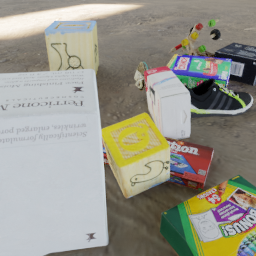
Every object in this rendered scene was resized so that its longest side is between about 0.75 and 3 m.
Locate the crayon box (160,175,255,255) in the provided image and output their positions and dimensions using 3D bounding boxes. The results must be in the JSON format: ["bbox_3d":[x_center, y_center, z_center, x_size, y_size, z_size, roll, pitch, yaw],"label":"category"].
[{"bbox_3d":[1.986,1.937,5.123,2.136,0.623,1.843,-18,36,-26],"label":"crayon box"}]

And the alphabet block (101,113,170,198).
[{"bbox_3d":[0.183,0.610,6.318,1.201,1.229,1.207,-23,48,-12],"label":"alphabet block"}]

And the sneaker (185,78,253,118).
[{"bbox_3d":[3.020,-1.078,9.470,2.857,1.183,1.025,-8,33,-13],"label":"sneaker"}]

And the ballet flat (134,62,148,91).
[{"bbox_3d":[0.498,-1.797,10.291,0.562,1.493,0.506,-38,67,-8],"label":"ballet flat"}]

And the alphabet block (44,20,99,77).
[{"bbox_3d":[-2.421,-3.556,12.615,2.052,2.100,2.063,2,32,1],"label":"alphabet block"}]

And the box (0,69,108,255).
[{"bbox_3d":[-1.896,0.646,5.017,2.902,2.917,1.907,-4,32,-8],"label":"box"}]

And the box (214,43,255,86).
[{"bbox_3d":[5.095,-2.877,12.386,1.963,1.172,1.996,25,40,34],"label":"box"}]

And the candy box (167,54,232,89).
[{"bbox_3d":[2.806,-2.154,11.368,2.448,0.943,2.070,10,38,19],"label":"candy box"}]

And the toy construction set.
[{"bbox_3d":[2.915,-3.627,13.264,1.976,2.145,2.571,-34,25,-25],"label":"toy construction set"}]

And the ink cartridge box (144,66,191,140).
[{"bbox_3d":[1.179,-0.807,8.669,0.891,1.535,2.080,-11,32,-2],"label":"ink cartridge box"}]

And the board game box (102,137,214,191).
[{"bbox_3d":[0.666,0.686,7.490,2.959,0.288,1.523,13,33,19],"label":"board game box"}]
